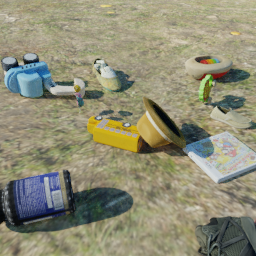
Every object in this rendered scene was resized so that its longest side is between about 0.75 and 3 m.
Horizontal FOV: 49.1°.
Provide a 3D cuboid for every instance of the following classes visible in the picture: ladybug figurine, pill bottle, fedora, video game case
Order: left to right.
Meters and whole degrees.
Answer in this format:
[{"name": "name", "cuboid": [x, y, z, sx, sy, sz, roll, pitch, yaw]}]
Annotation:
[{"name": "pill bottle", "cuboid": [-2.302, 1.712, 6.748, 1.939, 1.084, 1.084, -9, 36, -14]}, {"name": "fedora", "cuboid": [0.927, 0.007, 8.969, 0.907, 2.224, 2.224, -42, 33, 16]}, {"name": "ladybug figurine", "cuboid": [3.915, -2.913, 13.552, 2.434, 0.875, 1.652, -9, 36, -13]}, {"name": "video game case", "cuboid": [2.954, 0.839, 8.756, 1.846, 0.211, 1.680, -16, 38, -21]}]

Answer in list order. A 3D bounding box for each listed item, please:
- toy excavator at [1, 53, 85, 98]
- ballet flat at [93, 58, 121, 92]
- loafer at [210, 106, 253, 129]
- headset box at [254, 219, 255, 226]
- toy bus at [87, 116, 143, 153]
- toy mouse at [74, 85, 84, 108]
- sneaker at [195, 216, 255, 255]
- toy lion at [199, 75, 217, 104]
[{"name": "toy excavator", "cuboid": [-3.628, -1.930, 12.026, 2.770, 1.423, 2.849, -23, 54, -30]}, {"name": "ballet flat", "cuboid": [-1.067, -2.599, 13.135, 0.923, 0.923, 2.612, -14, 37, -19]}, {"name": "loafer", "cuboid": [3.800, -0.415, 10.288, 1.517, 0.518, 0.574, 18, 39, 24]}, {"name": "headset box", "cuboid": [3.296, 2.465, 6.288, 0.722, 0.375, 0.970, 4, 37, 6]}, {"name": "toy bus", "cuboid": [-0.475, 0.186, 9.323, 1.955, 0.636, 0.765, 14, 37, 17]}, {"name": "toy mouse", "cuboid": [-1.774, -1.066, 10.256, 0.234, 1.073, 1.208, -13, 12, -12]}, {"name": "sneaker", "cuboid": [2.010, 2.689, 5.575, 1.310, 0.874, 2.287, 3, 32, 7]}, {"name": "toy lion", "cuboid": [3.084, -1.568, 11.036, 0.421, 1.174, 1.225, 12, 74, 29]}]
